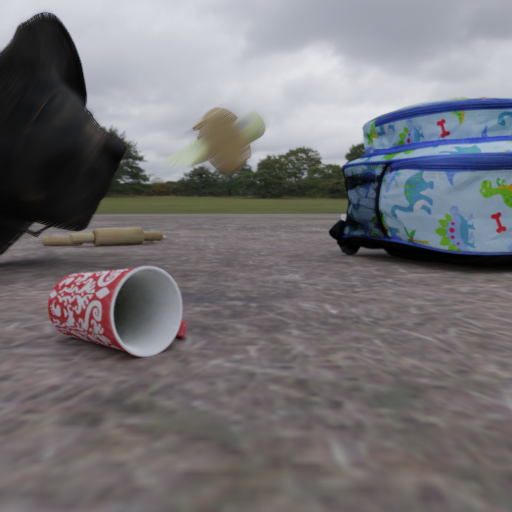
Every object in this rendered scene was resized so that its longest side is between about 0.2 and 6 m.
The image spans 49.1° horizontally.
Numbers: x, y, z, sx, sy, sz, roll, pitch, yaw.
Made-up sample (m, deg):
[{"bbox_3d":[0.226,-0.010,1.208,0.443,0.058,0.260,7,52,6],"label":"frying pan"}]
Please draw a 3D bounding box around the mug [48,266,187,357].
[{"bbox_3d":[-0.973,0.434,3.916,0.868,0.771,0.579,-1,40,41],"label":"mug"}]

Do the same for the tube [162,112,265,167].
[{"bbox_3d":[-0.813,-2.337,11.660,2.315,0.601,0.672,-34,-8,-33],"label":"tube"}]

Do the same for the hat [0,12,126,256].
[{"bbox_3d":[-2.931,-1.398,8.474,1.601,3.968,3.968,24,6,0],"label":"hat"}]

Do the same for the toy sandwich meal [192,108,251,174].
[{"bbox_3d":[-0.596,-1.997,9.785,0.437,1.276,1.276,-8,-1,44],"label":"toy sandwich meal"}]

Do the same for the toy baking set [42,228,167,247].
[{"bbox_3d":[-3.621,-0.544,14.062,3.537,0.412,2.715,-3,6,-31],"label":"toy baking set"}]

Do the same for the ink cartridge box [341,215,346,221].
[{"bbox_3d":[2.570,-0.621,13.157,0.435,0.744,1.283,-4,6,-33],"label":"ink cartridge box"}]

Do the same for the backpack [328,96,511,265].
[{"bbox_3d":[3.473,-1.233,9.306,3.380,2.714,3.693,-6,11,-18],"label":"backpack"}]
